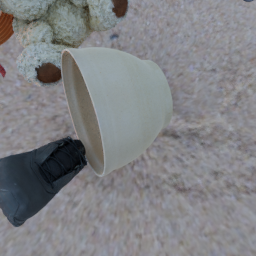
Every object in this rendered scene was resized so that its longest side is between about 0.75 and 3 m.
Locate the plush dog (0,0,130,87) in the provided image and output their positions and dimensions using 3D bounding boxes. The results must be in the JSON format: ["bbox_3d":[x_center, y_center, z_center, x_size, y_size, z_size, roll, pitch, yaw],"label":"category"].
[{"bbox_3d":[-1.785,-2.720,5.807,2.888,2.481,2.317,-44,41,5],"label":"plush dog"}]

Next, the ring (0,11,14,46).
[{"bbox_3d":[-3.506,-2.839,5.849,2.616,2.616,0.251,-39,40,-14],"label":"ring"}]

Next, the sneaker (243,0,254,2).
[{"bbox_3d":[2.105,-2.833,4.989,0.494,1.328,0.581,-14,39,21],"label":"sneaker"}]

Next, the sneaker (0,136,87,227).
[{"bbox_3d":[-1.393,0.662,4.889,1.296,2.855,1.084,-28,97,2],"label":"sneaker"}]

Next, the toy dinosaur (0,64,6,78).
[{"bbox_3d":[-3.346,-0.912,4.745,2.283,1.199,2.072,5,44,-23],"label":"toy dinosaur"}]

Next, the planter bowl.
[{"bbox_3d":[-0.154,-0.423,5.141,1.527,2.268,2.268,-16,69,-19],"label":"planter bowl"}]
